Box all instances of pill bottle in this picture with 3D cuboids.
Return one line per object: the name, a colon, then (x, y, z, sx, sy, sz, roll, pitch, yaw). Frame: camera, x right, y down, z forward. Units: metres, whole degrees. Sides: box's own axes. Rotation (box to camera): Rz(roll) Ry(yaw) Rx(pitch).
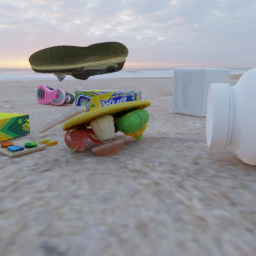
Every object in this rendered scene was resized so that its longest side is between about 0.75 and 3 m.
pill bottle: (2.901, -0.171, 4.694, 2.978, 1.675, 1.675, 2, 12, 10)

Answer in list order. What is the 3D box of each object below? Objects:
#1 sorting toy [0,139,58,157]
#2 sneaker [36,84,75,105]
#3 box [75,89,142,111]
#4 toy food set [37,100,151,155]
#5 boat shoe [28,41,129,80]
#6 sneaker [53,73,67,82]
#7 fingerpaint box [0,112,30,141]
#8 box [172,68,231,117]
sorting toy: (-2.134, 0.344, 5.922, 0.865, 0.155, 1.161, 9, 15, 37)
sneaker: (-3.420, -1.491, 13.259, 2.345, 0.926, 1.118, 18, 10, 39)
box: (-0.767, -1.080, 11.046, 2.536, 0.815, 0.888, 3, 12, 17)
toy food set: (-0.434, 0.099, 5.826, 1.588, 0.882, 2.699, -21, -5, 36)
boat shoe: (-1.309, -1.760, 7.829, 2.735, 0.886, 1.001, -8, 50, -14)
sneaker: (-2.522, -1.883, 10.188, 0.432, 0.279, 0.796, -36, -3, 27)
fingerpaint box: (-3.371, -0.036, 6.783, 1.469, 0.539, 1.225, 4, 12, 22)
box: (2.712, -1.375, 10.358, 1.674, 1.666, 1.434, -9, 15, -37)
